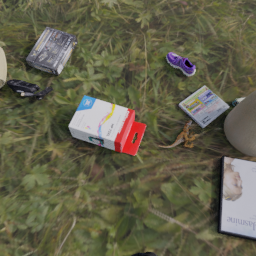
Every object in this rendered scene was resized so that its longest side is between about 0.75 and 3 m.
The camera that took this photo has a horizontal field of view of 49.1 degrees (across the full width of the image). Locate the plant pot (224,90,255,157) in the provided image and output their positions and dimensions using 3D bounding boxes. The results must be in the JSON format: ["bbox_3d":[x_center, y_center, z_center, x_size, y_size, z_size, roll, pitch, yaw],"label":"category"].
[{"bbox_3d":[4.633,-0.465,9.343,2.147,2.292,2.147,0,60,-1],"label":"plant pot"}]

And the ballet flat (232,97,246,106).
[{"bbox_3d":[4.539,-1.055,10.796,1.006,0.373,0.373,-14,62,-8],"label":"ballet flat"}]

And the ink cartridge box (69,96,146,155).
[{"bbox_3d":[-0.668,-0.085,9.959,2.435,0.819,1.415,17,63,9],"label":"ink cartridge box"}]

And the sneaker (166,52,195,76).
[{"bbox_3d":[2.237,-2.773,11.618,1.440,0.601,0.581,39,67,20],"label":"sneaker"}]

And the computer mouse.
[{"bbox_3d":[-3.904,-1.393,10.729,1.808,0.416,1.270,12,26,2],"label":"computer mouse"}]

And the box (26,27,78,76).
[{"bbox_3d":[-3.187,-3.261,11.828,1.463,0.447,1.848,19,71,12],"label":"box"}]

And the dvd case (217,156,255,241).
[{"bbox_3d":[3.875,2.236,8.997,1.848,0.227,2.591,10,61,5],"label":"dvd case"}]

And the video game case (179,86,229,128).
[{"bbox_3d":[2.919,-0.843,10.780,1.445,0.159,1.316,-35,66,-17],"label":"video game case"}]

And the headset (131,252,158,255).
[{"bbox_3d":[0.714,4.038,7.872,1.771,0.832,1.094,-18,58,7],"label":"headset"}]

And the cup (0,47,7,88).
[{"bbox_3d":[-5.434,-2.169,10.775,1.800,1.800,1.287,-27,82,-14],"label":"cup"}]

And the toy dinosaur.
[{"bbox_3d":[1.907,0.406,9.990,0.851,0.484,1.602,26,59,36],"label":"toy dinosaur"}]
